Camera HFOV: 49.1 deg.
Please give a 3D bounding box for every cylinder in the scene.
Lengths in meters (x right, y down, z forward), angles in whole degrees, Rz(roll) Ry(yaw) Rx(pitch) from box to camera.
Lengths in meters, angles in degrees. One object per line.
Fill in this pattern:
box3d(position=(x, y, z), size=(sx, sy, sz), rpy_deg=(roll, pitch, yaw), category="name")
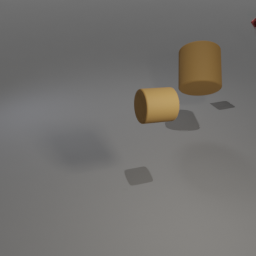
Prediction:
box3d(position=(2.414, -1.970, 9.439), size=(1.400, 1.400, 1.400), rpy_deg=(3, -13, 1), category="cylinder")
box3d(position=(0.565, -0.458, 5.664), size=(0.700, 0.700, 0.700), rpy_deg=(-6, 29, -20), category="cylinder")

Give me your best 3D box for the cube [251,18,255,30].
box3d(position=(4.748, -3.454, 9.490), size=(0.700, 0.700, 0.700), rpy_deg=(19, 42, -48), category="cube")
